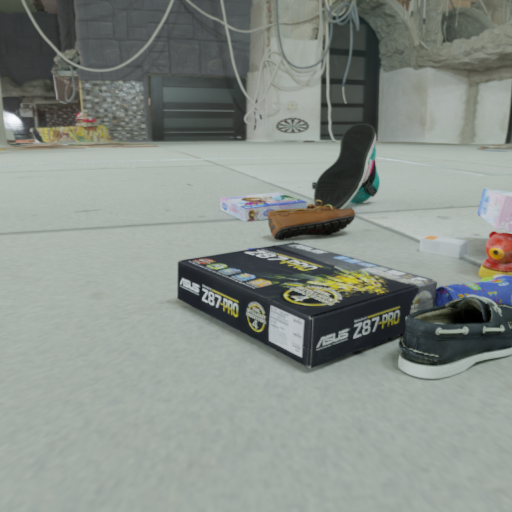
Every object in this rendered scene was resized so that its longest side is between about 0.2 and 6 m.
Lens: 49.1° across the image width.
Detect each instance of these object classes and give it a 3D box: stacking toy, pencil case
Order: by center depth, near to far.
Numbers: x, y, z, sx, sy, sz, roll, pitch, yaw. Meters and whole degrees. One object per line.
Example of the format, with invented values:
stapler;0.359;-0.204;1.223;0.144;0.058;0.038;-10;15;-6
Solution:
pencil case;3.169;0.617;8.027;1.437;0.561;0.624;-7;32;-25
stacking toy;4.603;0.182;9.166;1.949;0.823;1.764;9;17;31

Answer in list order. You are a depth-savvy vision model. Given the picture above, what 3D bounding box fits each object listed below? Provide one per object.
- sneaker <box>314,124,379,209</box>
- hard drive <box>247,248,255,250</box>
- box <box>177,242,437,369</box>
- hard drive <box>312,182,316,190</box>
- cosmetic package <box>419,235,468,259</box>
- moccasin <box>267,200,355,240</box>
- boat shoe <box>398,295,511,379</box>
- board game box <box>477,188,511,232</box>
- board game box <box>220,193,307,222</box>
sneaker;2.714;-2.066;16.560;1.394;2.013;3.333;15;60;27
hard drive;0.416;-0.081;11.279;1.103;0.140;0.728;-3;7;-10
box;0.629;0.524;8.069;2.411;0.735;2.992;-8;16;-37
hard drive;2.751;-2.439;19.974;0.988;0.267;1.414;-7;16;-24
cosmetic package;3.866;-0.195;11.568;0.848;0.302;0.430;13;20;38
moccasin;1.289;-0.892;13.005;2.158;0.833;0.789;-10;-25;-14
boat shoe;2.654;0.853;6.891;2.320;0.700;0.877;-13;20;-41
board game box;6.058;-0.669;10.599;3.174;0.688;3.158;11;11;14
board game box;0.181;-1.407;15.818;1.890;0.389;1.885;-8;17;-23
